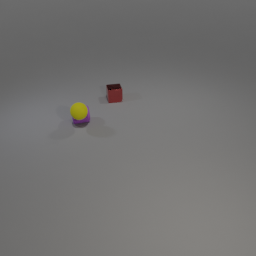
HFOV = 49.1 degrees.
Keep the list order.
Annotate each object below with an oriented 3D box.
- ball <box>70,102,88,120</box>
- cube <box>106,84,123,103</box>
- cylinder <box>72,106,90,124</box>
[{"bbox_3d":[-1.971,-0.676,11.264,0.700,0.700,0.700,0,32,0],"label":"ball"},{"bbox_3d":[-0.672,-1.708,13.769,0.700,0.700,0.700,-7,33,-10],"label":"cube"},{"bbox_3d":[-2.019,-0.567,11.961,0.700,0.700,0.700,-9,33,-14],"label":"cylinder"}]
